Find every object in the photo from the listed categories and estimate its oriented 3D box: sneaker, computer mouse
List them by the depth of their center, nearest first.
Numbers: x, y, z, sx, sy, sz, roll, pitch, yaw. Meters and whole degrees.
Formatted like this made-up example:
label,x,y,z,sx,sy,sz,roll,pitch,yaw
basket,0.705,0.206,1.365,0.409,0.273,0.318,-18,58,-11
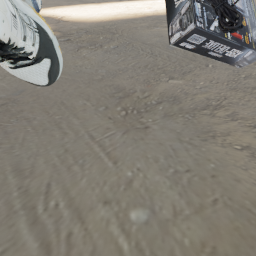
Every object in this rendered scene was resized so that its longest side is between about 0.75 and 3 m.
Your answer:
label,x,y,z,sx,sy,sz,roll,pitch,yaw
sneaker,-1.272,-0.894,2.570,0.781,2.065,0.905,-16,59,9
computer mouse,1.640,-1.806,3.167,0.369,1.604,1.126,29,34,-34
sneaker,-2.125,-2.585,4.876,0.560,1.444,0.623,5,48,49

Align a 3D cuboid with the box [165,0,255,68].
label,x,y,z,sx,sy,sz,roll,pitch,yaw
box,1.736,-2.820,5.836,2.181,2.766,0.688,5,-17,-34
